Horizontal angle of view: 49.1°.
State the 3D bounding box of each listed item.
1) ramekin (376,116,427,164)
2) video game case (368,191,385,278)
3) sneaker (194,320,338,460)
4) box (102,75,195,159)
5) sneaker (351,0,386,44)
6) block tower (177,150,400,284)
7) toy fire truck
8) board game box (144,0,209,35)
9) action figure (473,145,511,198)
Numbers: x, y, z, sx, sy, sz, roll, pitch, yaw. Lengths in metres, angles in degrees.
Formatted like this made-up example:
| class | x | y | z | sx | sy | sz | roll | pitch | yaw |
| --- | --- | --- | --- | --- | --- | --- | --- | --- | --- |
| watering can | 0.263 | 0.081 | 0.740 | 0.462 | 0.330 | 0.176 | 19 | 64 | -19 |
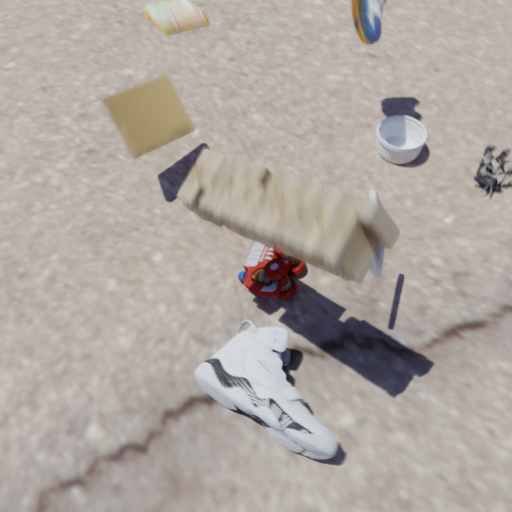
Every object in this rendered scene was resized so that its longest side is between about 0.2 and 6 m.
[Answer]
| class | x | y | z | sx | sy | sz | roll | pitch | yaw |
| --- | --- | --- | --- | --- | --- | --- | --- | --- | --- |
| ramekin | 3.189 | -2.549 | 12.460 | 1.087 | 0.571 | 1.087 | 0 | 56 | 0 |
| video game case | 1.883 | -0.320 | 8.839 | 0.125 | 0.991 | 1.088 | 2 | 69 | 26 |
| sneaker | 0.386 | 2.044 | 8.998 | 2.550 | 0.958 | 1.466 | 27 | 62 | 22 |
| box | -2.086 | -2.773 | 11.066 | 1.515 | 0.161 | 1.238 | -34 | 101 | -32 |
| sneaker | 2.296 | -5.067 | 10.548 | 0.928 | 0.792 | 2.105 | -4 | 89 | -10 |
| block tower | 0.248 | -0.585 | 7.394 | 3.114 | 0.841 | 0.900 | 22 | 80 | 40 |
| toy fire truck | 0.239 | 0.226 | 10.531 | 1.090 | 0.728 | 1.298 | 1 | 50 | 30 |
| board game box | -1.233 | -3.600 | 8.378 | 0.662 | 0.208 | 1.386 | -19 | 36 | -13 |
| action figure | 5.077 | -1.869 | 11.953 | 0.761 | 0.653 | 1.280 | 23 | 56 | 2 |
